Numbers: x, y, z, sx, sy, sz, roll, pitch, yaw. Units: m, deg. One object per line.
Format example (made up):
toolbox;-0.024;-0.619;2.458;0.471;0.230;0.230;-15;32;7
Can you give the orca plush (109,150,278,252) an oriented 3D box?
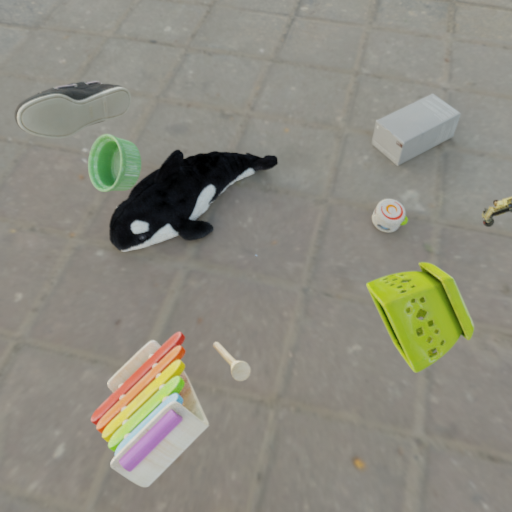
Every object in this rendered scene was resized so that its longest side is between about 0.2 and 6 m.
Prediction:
orca plush;-1.365;-1.568;11.870;3.996;1.420;2.102;-20;56;-14

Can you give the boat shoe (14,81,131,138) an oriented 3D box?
boat shoe;-3.010;-2.399;9.057;0.616;0.722;2.161;25;35;28

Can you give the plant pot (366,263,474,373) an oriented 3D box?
plant pot;1.850;0.617;6.275;0.823;0.902;0.907;-27;12;4

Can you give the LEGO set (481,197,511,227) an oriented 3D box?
LEGO set;4.397;-0.637;8.223;1.530;2.355;0.667;-25;51;37

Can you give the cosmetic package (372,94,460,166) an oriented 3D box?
cosmetic package;3.799;-3.026;13.366;1.872;0.844;1.000;-28;58;-16

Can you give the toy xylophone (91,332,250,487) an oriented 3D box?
toy xylophone;-1.136;1.730;7.073;1.934;2.641;0.664;-46;106;-14

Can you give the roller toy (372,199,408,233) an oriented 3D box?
roller toy;2.807;-0.850;11.927;0.630;0.483;0.691;-17;66;-15

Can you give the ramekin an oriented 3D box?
ramekin;-2.118;-1.378;8.447;0.415;0.850;0.850;-1;41;-50
